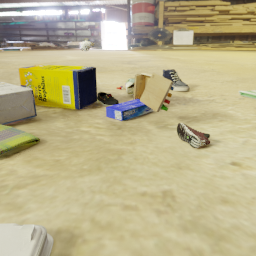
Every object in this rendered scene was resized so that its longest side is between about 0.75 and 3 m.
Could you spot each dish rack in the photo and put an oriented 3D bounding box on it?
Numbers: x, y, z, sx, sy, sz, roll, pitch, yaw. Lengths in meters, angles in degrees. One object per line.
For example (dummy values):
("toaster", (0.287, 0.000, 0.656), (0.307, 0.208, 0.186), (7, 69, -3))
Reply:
("dish rack", (-1.669, 1.612, 3.173), (1.381, 0.350, 1.609), (-1, 18, -2))

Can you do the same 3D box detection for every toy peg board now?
("toy peg board", (0.969, -1.033, 8.469), (0.474, 0.964, 0.968), (17, 14, -37))

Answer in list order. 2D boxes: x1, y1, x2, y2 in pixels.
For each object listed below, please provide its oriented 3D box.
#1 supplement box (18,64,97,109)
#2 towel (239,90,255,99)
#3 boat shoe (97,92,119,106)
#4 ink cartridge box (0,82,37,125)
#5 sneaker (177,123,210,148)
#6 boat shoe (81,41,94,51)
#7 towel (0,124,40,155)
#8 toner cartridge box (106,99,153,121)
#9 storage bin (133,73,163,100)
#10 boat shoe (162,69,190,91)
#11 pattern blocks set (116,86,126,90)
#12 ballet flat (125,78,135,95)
("supplement box", (-2.705, -1.673, 10.985), (2.625, 1.437, 1.429), (7, 20, 20))
("towel", (6.274, -1.542, 12.436), (2.275, 0.266, 1.735), (-12, 22, -32))
("boat shoe", (-0.810, -1.148, 11.090), (0.486, 0.416, 1.329), (-12, 24, -33))
("ink cartridge box", (-4.569, -0.884, 9.367), (2.615, 0.998, 1.784), (18, 26, 38))
("sneaker", (1.750, 0.194, 7.312), (0.618, 0.405, 1.070), (-2, 29, -21))
("boat shoe", (-1.218, -2.387, 8.217), (0.287, 0.273, 0.797), (8, 8, -32))
("towel", (-3.500, 0.286, 7.185), (2.097, 0.239, 1.506), (12, 22, 28))
("toner cartridge box", (0.081, -0.651, 9.703), (0.772, 0.351, 1.626), (18, 26, 40))
("storage bin", (0.792, -1.474, 10.860), (0.561, 1.188, 1.197), (-8, 20, -33))
("boat shoe", (2.319, -2.414, 13.937), (0.747, 0.928, 2.001), (-11, 21, -28))
("pattern blocks set", (0.064, -2.000, 14.029), (1.071, 0.087, 0.941), (9, 21, 25))
("ballet flat", (0.444, -1.671, 12.223), (0.796, 0.773, 2.236), (-30, 35, -33))
